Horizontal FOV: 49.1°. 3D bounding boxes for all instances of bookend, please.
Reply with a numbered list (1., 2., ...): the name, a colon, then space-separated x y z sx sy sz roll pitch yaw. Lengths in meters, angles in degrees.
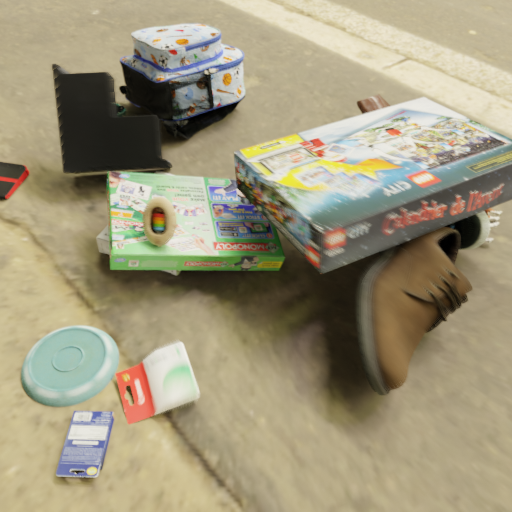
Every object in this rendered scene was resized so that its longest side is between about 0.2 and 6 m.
1. bookend: -2.967 -2.870 11.761 2.163 2.177 1.003 -5 9 -5

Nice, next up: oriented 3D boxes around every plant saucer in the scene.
1. plant saucer: -2.921 1.649 8.755 1.505 0.206 1.505 0 46 0

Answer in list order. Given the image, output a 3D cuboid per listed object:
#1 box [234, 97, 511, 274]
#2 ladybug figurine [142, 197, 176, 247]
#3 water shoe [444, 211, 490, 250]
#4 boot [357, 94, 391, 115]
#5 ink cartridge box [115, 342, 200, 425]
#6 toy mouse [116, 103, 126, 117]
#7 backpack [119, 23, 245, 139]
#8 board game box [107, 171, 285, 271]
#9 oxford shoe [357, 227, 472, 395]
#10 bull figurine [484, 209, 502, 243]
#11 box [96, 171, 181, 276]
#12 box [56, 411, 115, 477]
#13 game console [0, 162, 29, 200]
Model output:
1. box: 2.194 -1.480 9.910 4.360 0.822 2.978 -20 41 -19
2. ladybug figurine: -1.587 -0.570 9.302 0.566 0.834 0.300 7 10 8
3. water shoe: 2.828 -0.777 10.521 1.153 1.045 2.922 -20 35 -41
4. boot: 2.580 -3.045 12.708 2.268 0.782 2.433 19 41 -27
5. ink cartridge box: -1.491 1.875 8.332 1.111 0.278 0.894 -18 54 -11
6. toy mouse: -3.615 -3.280 13.624 1.498 0.326 1.686 -1 45 0
7. backpack: -1.671 -4.487 13.685 2.719 2.199 2.855 -19 44 -32
8. board game box: -1.149 -0.638 10.259 3.027 0.441 2.037 1 50 -18
9. oxford shoe: 2.505 0.618 8.742 1.484 1.278 3.516 -5 41 33
10. bull figurine: 4.366 -0.794 11.040 0.822 0.441 1.354 19 48 18
11. box: -1.758 -0.720 10.970 1.693 0.426 2.345 15 47 15
12. box: -2.366 2.626 7.793 0.587 0.157 0.969 1 43 2
13. game console: -5.669 -1.648 12.116 1.231 0.191 1.088 8 49 9
